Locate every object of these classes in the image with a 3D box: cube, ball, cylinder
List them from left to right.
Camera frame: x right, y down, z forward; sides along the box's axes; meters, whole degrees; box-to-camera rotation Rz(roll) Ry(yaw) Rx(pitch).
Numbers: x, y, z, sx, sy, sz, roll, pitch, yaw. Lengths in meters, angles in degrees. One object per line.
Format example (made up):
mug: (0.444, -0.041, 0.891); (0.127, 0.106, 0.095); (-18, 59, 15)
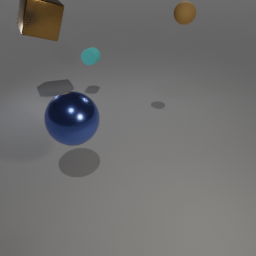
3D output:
cube: (-3.460, -4.411, 10.981); (1.400, 1.400, 1.400); (2, 32, -31)
ball: (-1.434, -0.243, 7.230); (1.400, 1.400, 1.400); (0, 32, 0)
cylinder: (-1.660, -3.213, 12.545); (0.700, 0.700, 0.700); (5, 23, 8)
ball: (1.797, -3.633, 8.847); (0.700, 0.700, 0.700); (0, 32, 0)
